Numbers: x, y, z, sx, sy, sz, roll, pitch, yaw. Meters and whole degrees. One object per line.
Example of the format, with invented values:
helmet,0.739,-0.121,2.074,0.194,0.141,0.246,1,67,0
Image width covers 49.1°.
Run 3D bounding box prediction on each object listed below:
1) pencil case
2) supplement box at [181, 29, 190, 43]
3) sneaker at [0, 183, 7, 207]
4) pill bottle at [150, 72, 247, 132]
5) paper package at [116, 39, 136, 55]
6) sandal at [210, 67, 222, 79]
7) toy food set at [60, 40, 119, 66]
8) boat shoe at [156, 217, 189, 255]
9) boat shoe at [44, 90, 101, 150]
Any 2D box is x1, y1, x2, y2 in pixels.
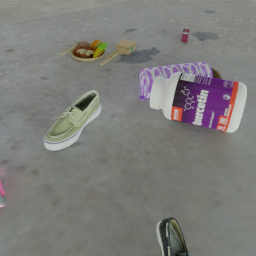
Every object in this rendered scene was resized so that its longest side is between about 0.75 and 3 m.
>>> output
pencil case,1.715,-1.720,10.142,2.641,1.129,1.108,-6,40,-8
supplement box,2.934,-4.725,14.330,0.332,0.428,0.775,9,40,11
sneaker,-3.610,1.330,6.875,0.864,0.715,1.811,-27,44,-13
pill bottle,2.136,-0.865,8.759,2.740,1.541,1.541,13,41,15
paper package,-0.092,-3.864,13.309,0.736,0.400,0.773,17,42,20
sandal,3.143,-2.080,11.041,0.481,0.715,1.781,3,30,-31
toy food set,-1.842,-3.654,12.970,2.485,0.499,1.716,18,43,21
boat shoe,0.928,2.417,5.331,0.522,0.416,1.380,-2,59,-36
boat shoe,-1.714,-0.326,8.694,0.920,0.793,2.557,17,42,20
